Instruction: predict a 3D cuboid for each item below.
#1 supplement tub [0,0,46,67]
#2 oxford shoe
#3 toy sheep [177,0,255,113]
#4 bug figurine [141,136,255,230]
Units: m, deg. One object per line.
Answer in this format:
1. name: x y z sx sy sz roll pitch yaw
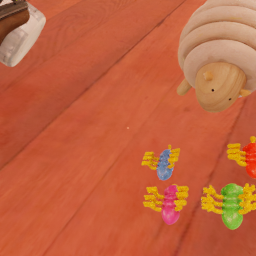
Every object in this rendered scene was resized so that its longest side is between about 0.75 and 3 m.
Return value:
1. supplement tub: -3.659 -2.980 6.998 2.753 1.687 1.687 35 45 -19
2. oxford shoe: -2.914 -1.397 5.469 2.797 1.181 1.016 -42 32 -6
3. toy sheep: 1.597 -1.340 4.572 1.685 1.685 2.444 11 67 10
4. bug figurine: 1.236 0.826 4.575 2.239 0.576 1.736 -7 35 30
